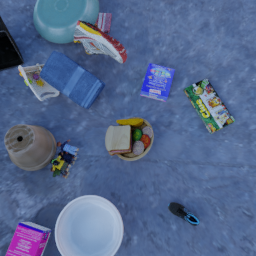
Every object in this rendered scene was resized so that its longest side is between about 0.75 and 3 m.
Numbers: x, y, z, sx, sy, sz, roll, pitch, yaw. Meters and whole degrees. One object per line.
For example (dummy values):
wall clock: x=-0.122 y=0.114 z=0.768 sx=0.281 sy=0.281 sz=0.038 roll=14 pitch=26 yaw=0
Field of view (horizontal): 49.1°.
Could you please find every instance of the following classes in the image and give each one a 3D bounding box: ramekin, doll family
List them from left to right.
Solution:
doll family: x=-2.234 y=1.040 z=9.553 sx=0.776 sy=0.527 sz=1.342 roll=21 pitch=69 yaw=11
ramekin: x=-1.129 y=3.107 z=8.589 sx=2.000 sy=1.050 sz=2.000 roll=0 pitch=73 yaw=0

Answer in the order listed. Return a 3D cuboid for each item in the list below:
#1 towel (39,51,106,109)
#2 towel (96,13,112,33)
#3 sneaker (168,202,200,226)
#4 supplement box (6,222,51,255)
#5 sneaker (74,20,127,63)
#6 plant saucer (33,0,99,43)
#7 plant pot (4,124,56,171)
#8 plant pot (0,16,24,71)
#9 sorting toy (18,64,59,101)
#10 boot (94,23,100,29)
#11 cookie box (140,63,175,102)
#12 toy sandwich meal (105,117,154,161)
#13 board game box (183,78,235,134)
towel: x=-1.963 y=-1.680 z=9.867 sx=2.121 sy=0.515 sz=1.184 roll=35 pitch=94 yaw=-3
towel: x=-1.342 y=-4.328 z=11.406 sx=1.276 sy=0.145 sz=0.919 roll=4 pitch=72 yaw=2
sneaker: x=1.818 y=2.741 z=9.014 sx=1.119 sy=0.459 sz=0.410 roll=29 pitch=75 yaw=9
supplement box: x=-3.113 y=3.816 z=8.456 sx=0.885 sy=0.866 sz=1.712 roll=17 pitch=73 yaw=5
sneaker: x=-1.010 y=-3.007 z=10.264 sx=2.279 sy=0.887 sz=0.936 roll=36 pitch=115 yaw=13
plant saucer: x=-2.498 y=-4.644 z=10.861 sx=2.732 sy=0.491 sz=2.732 roll=-2 pitch=77 yaw=8
plant pot: x=-3.312 y=0.527 z=9.229 sx=1.606 sy=1.393 sz=1.606 roll=0 pitch=73 yaw=-1
plant pot: x=-5.067 y=-3.234 z=10.343 sx=1.695 sy=1.699 sz=1.507 roll=-18 pitch=63 yaw=-5
sorting toy: x=-3.135 y=-1.655 z=10.179 sx=1.445 sy=0.772 sz=1.301 roll=-26 pitch=87 yaw=-46
boot: x=-2.036 y=-3.704 z=11.016 sx=1.780 sy=0.682 sz=1.382 roll=-45 pitch=96 yaw=-2
cookie box: x=1.090 y=-1.691 z=10.409 sx=1.023 sy=0.449 sz=1.196 roll=16 pitch=73 yaw=5
toy sandwich meal: x=0.024 y=0.309 z=9.458 sx=1.719 sy=0.589 sz=1.719 roll=-9 pitch=68 yaw=24
board game box: x=2.956 y=-0.832 z=10.271 sx=1.017 sy=0.228 sz=1.941 roll=-27 pitch=74 yaw=-6
